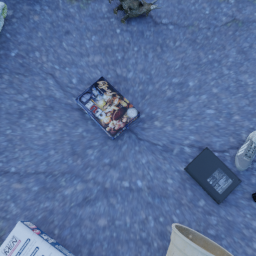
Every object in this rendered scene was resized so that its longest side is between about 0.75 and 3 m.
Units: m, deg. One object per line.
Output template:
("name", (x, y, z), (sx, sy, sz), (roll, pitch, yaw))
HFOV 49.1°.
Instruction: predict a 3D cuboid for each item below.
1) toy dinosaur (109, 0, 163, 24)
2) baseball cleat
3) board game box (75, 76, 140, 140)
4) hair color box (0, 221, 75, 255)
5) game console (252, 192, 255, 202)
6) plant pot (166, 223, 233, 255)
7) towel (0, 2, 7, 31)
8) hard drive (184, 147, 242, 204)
("toy dinosaur", (0.009, -4.012, 8.997), (2.004, 0.771, 1.025), (41, 64, 18))
("baseball cleat", (3.298, 0.536, 7.557), (0.446, 0.680, 1.278), (26, 70, 12))
("board game box", (-0.592, -0.593, 8.125), (1.092, 0.279, 1.612), (-43, 78, -11))
("hair color box", (-1.987, 3.368, 6.759), (2.282, 0.690, 1.141), (33, 76, 9))
("game console", (3.763, 1.788, 7.531), (0.858, 0.103, 0.506), (-19, 75, -5))
("plant pot", (1.432, 3.315, 6.435), (1.665, 1.665, 1.524), (27, 87, 8))
("towel", (-5.319, -2.801, 8.587), (2.456, 0.691, 2.870), (11, 74, 0))
("hard drive", (2.295, 1.274, 7.619), (0.903, 0.213, 1.295), (-41, 78, -11))
